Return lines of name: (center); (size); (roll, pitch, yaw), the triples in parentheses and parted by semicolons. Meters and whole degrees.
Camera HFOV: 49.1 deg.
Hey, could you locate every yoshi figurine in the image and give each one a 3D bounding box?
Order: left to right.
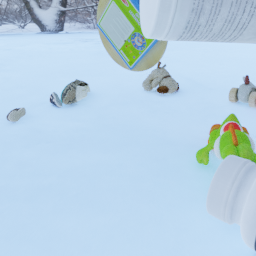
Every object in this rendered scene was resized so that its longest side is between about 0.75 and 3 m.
yoshi figurine: (2.403, 0.652, 6.470); (1.391, 1.396, 2.484); (46, 18, 4)

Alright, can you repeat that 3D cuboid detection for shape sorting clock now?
shape sorting clock: (0.090, -3.142, 8.796); (2.793, 2.793, 0.548); (20, 42, 38)

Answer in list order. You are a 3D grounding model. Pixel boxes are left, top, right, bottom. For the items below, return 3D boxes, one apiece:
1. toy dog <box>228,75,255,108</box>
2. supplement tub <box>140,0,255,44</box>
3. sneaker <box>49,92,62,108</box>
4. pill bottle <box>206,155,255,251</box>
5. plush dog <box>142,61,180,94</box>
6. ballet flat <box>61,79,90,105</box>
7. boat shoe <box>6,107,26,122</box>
toy dog: (5.064, -1.698, 11.404); (1.620, 1.183, 2.456); (10, 25, 22)
supplement tub: (1.743, -2.611, 5.493); (2.769, 1.827, 1.827); (-1, 23, -10)
sneaker: (-2.840, -1.025, 10.983); (0.339, 0.343, 0.864); (25, 25, -47)
pill bottle: (2.515, 1.319, 4.090); (2.465, 1.474, 1.474); (20, 30, 38)
plush dog: (1.658, -2.100, 12.616); (1.624, 1.303, 1.395); (-20, 56, -36)
ballet flat: (-2.039, -1.552, 11.586); (0.920, 0.829, 2.443); (3, 20, 2)
boat shoe: (-3.883, -0.458, 9.591); (0.320, 0.386, 1.076); (-4, 20, 8)
